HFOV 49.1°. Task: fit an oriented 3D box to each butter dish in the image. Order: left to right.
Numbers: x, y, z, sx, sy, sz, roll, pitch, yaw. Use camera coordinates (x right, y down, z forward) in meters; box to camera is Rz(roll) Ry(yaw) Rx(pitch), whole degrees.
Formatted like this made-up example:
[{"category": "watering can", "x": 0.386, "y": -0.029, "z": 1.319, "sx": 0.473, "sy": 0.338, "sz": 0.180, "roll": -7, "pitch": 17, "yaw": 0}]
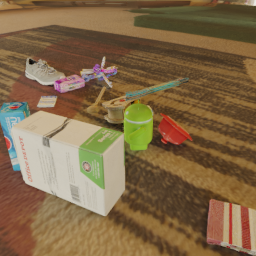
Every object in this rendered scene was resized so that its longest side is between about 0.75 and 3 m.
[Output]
[{"category": "butter dish", "x": 1.594, "y": 0.201, "z": 10.460, "sx": 1.192, "sy": 0.881, "sz": 1.189, "roll": 32, "pitch": 13, "yaw": -36}]

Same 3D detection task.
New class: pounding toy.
[{"category": "pounding toy", "x": -0.383, "y": -1.045, "z": 11.634, "sx": 2.412, "sy": 1.384, "sz": 1.379, "roll": -23, "pitch": 23, "yaw": -37}]

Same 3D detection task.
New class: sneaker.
[{"category": "sneaker", "x": -4.745, "y": -3.198, "z": 15.622, "sx": 2.896, "sy": 1.187, "sz": 1.082, "roll": 17, "pitch": 35, "yaw": 26}, {"category": "sneaker", "x": 0.460, "y": -0.384, "z": 11.704, "sx": 1.564, "sy": 0.567, "sz": 0.562, "roll": -35, "pitch": 6, "yaw": -28}]

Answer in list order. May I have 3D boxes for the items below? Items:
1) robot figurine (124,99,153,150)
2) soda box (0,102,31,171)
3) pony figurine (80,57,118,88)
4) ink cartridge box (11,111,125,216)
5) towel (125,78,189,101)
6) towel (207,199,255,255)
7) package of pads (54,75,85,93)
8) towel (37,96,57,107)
[{"category": "robot figurine", "x": 0.370, "y": -0.080, "z": 9.946, "sx": 1.017, "sy": 1.757, "sz": 1.542, "roll": -1, "pitch": 29, "yaw": -1}, {"category": "soda box", "x": -3.426, "y": 0.300, "z": 8.927, "sx": 0.742, "sy": 2.188, "sz": 0.702, "roll": -3, "pitch": 32, "yaw": -5}, {"category": "pony figurine", "x": -1.527, "y": -3.023, "z": 15.252, "sx": 1.988, "sy": 1.656, "sz": 1.919, "roll": -10, "pitch": 19, "yaw": 1}, {"category": "ink cartridge box", "x": -1.642, "y": 0.910, "z": 7.973, "sx": 2.925, "sy": 2.136, "sz": 1.233, "roll": 16, "pitch": 35, "yaw": 23}, {"category": "towel", "x": 0.860, "y": -1.273, "z": 8.940, "sx": 1.982, "sy": 0.215, "sz": 1.453, "roll": -16, "pitch": 10, "yaw": 3}, {"category": "towel", "x": 3.078, "y": 2.576, "z": 7.110, "sx": 2.048, "sy": 0.233, "sz": 1.475, "roll": 11, "pitch": 31, "yaw": 15}, {"category": "package of pads", "x": -3.122, "y": -2.367, "z": 14.888, "sx": 1.440, "sy": 0.545, "sz": 0.868, "roll": -23, "pitch": 36, "yaw": -33}, {"category": "towel", "x": -3.890, "y": -1.302, "z": 13.541, "sx": 0.808, "sy": 0.131, "sz": 1.100, "roll": -1, "pitch": 31, "yaw": -4}]
